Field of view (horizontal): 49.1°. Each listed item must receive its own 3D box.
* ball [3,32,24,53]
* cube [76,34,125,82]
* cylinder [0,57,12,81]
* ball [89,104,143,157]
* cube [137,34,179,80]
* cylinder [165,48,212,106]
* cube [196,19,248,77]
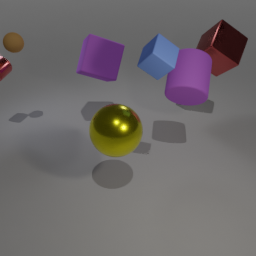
[{"bbox_3d":[-4.033,-3.006,9.867,0.700,0.700,0.700,0,30,0],"label":"ball"},{"bbox_3d":[-1.117,-2.679,10.964,1.400,1.400,1.400,13,4,-19],"label":"cube"},{"bbox_3d":[-4.839,-2.200,10.482,0.700,0.700,0.700,8,44,14],"label":"cylinder"},{"bbox_3d":[-0.314,0.064,7.323,1.400,1.400,1.400,0,30,0],"label":"ball"},{"bbox_3d":[0.770,-1.792,7.116,0.700,0.700,0.700,30,59,-21],"label":"cube"},{"bbox_3d":[2.006,-1.660,9.306,1.400,1.400,1.400,7,71,13],"label":"cylinder"},{"bbox_3d":[3.739,-3.223,11.483,1.400,1.400,1.400,30,-18,-14],"label":"cube"}]
